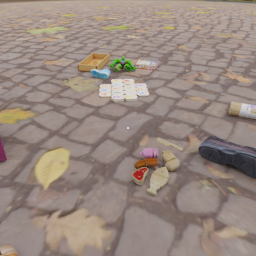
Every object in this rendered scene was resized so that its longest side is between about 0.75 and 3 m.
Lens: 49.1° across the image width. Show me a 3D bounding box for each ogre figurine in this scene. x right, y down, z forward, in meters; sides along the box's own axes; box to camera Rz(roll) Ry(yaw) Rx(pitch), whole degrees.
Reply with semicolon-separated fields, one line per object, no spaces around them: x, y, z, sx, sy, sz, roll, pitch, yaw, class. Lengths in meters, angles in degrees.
-0.271;-3.587;15.770;1.438;0.706;0.862;-9;42;7;ogre figurine

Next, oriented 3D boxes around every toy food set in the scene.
0.778;1.111;8.294;1.263;0.313;1.987;25;46;25;toy food set

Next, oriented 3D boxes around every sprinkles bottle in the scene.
4.839;-0.638;10.998;1.600;0.546;0.546;13;33;21;sprinkles bottle

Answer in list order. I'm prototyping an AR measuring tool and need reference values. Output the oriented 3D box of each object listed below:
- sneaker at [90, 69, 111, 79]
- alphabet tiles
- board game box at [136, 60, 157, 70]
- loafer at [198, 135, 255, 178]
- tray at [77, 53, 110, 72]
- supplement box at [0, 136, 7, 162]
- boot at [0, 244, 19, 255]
-1.429;-2.960;15.000;1.058;0.421;0.691;19;37;13;sneaker
-0.208;-1.844;13.362;2.307;0.172;2.358;-2;32;-2;alphabet tiles
1.086;-3.693;16.343;1.122;0.260;0.850;9;32;14;board game box
3.369;0.771;8.219;2.513;0.903;0.791;19;50;33;loafer
-1.956;-3.874;16.503;1.155;0.434;2.342;7;31;13;tray
-4.947;0.223;8.929;1.517;1.196;2.317;-17;35;-26;supplement box
-2.630;2.830;5.387;1.133;0.417;0.876;-23;42;-29;boot
